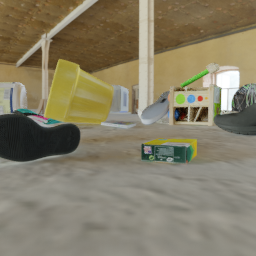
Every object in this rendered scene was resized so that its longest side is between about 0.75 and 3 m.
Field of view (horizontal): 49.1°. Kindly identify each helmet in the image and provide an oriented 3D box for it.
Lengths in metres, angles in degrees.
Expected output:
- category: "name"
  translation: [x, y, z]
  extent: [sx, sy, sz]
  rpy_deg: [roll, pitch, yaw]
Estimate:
- category: "helmet"
  translation: [6.086, -1.115, 13.707]
  extent: [2.177, 2.177, 2.076]
  rpy_deg: [2, -13, 26]

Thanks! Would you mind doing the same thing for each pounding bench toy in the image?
- category: "pounding bench toy"
  translation: [3.022, -1.539, 12.875]
  extent: [2.188, 2.805, 1.742]
  rpy_deg: [3, 4, 30]

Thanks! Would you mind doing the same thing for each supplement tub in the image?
- category: "supplement tub"
  translation: [-6.557, -1.219, 13.675]
  extent: [2.832, 2.053, 2.053]
  rpy_deg: [-1, 4, -9]

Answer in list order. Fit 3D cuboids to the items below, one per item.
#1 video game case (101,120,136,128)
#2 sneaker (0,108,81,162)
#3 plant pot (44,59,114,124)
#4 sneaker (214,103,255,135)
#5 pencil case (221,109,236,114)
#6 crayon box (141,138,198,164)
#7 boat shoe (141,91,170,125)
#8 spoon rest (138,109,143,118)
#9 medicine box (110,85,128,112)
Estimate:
- category: "video game case"
  translation: [-0.341, -0.154, 11.025]
  extent: [1.071, 0.130, 1.176]
  rpy_deg: [7, 8, 17]
- category: "sneaker"
  translation: [-1.591, 0.051, 4.039]
  extent: [1.021, 0.707, 1.691]
  rpy_deg: [8, -1, 29]
- category: "plant pot"
  translation: [-2.200, -1.377, 12.927]
  extent: [2.721, 2.892, 2.892]
  rpy_deg: [16, -1, -15]
- category: "sneaker"
  translation: [3.657, -0.376, 7.542]
  extent: [2.582, 1.172, 0.980]
  rpy_deg: [0, 6, 23]
- category: "pencil case"
  translation: [4.542, -0.385, 11.084]
  extent: [1.699, 0.661, 0.760]
  rpy_deg: [1, -35, 6]
- category: "crayon box"
  translation: [0.633, 0.301, 3.993]
  extent: [0.612, 0.245, 0.965]
  rpy_deg: [2, 5, 24]
- category: "boat shoe"
  translation: [1.603, -0.687, 13.822]
  extent: [1.075, 1.241, 2.911]
  rpy_deg: [8, 36, 30]
- category: "spoon rest"
  translation: [1.453, -0.806, 20.017]
  extent: [1.074, 0.655, 2.162]
  rpy_deg: [5, -7, 41]
- category: "medicine box"
  translation: [-1.605, -1.690, 16.508]
  extent: [2.928, 1.507, 2.667]
  rpy_deg: [1, 4, 10]
